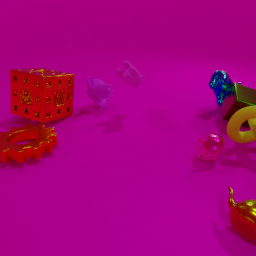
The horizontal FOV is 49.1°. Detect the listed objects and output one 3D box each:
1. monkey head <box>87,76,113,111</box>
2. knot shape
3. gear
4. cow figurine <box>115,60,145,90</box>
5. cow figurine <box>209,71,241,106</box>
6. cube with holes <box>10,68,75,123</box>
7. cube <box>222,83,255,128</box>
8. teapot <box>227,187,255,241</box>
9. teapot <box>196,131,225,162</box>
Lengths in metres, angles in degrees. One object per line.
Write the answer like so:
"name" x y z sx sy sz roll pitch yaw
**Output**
"monkey head" -1.019 -1.116 9.505 0.866 1.438 1.034 12 65 11
"knot shape" 3.592 -0.007 7.107 1.911 0.883 1.788 3 -3 29
"gear" -2.722 0.360 7.390 1.644 0.304 1.644 -1 24 0
"cow figurine" 0.160 -1.520 8.530 0.630 1.130 1.148 -47 37 8
"cow figurine" 3.339 -1.401 9.600 0.848 1.545 1.520 -22 27 33
"cube with holes" -2.670 -1.081 8.798 1.360 1.360 1.360 15 19 25
"cube" 3.452 -0.691 8.503 0.859 0.859 0.859 17 44 -1
"teapot" 2.104 1.506 4.808 1.154 0.717 0.565 42 56 20
"teapot" 1.969 0.463 6.848 0.571 0.725 1.165 35 46 4
